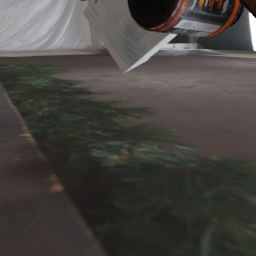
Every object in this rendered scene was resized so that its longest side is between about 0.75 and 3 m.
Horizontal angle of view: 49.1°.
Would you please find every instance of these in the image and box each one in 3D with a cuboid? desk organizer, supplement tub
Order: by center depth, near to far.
[{"bbox_3d":[2.782,-1.705,4.316,2.403,0.862,0.925,18,25,-40],"label":"desk organizer"},{"bbox_3d":[1.032,-2.005,4.374,2.032,1.087,1.087,-14,23,-42],"label":"supplement tub"}]

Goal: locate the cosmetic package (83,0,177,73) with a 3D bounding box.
[{"bbox_3d":[0.249,-3.415,8.564,1.461,2.370,2.377,-39,5,-41],"label":"cosmetic package"}]
